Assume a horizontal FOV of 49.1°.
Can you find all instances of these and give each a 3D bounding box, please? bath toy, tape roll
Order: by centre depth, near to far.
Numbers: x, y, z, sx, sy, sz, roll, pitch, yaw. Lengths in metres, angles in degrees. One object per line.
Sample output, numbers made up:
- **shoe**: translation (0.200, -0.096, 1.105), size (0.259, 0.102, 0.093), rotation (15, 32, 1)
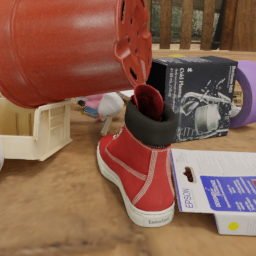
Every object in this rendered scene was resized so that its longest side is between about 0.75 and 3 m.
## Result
- **tape roll**: translation (3.283, -1.021, 8.497), size (0.832, 1.959, 1.959), rotation (-13, 23, -23)
- **bath toy**: translation (-1.280, -1.017, 9.815), size (1.030, 1.212, 2.787), rotation (-48, 48, -11)

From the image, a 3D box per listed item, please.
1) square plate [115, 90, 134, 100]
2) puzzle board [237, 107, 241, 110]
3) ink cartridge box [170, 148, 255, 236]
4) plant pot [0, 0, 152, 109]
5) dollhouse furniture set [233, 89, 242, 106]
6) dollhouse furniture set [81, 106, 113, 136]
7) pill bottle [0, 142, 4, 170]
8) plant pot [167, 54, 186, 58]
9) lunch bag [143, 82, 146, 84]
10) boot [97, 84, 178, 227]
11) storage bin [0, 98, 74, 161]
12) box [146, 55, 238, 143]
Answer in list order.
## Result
- **square plate**: translation (-0.326, -1.853, 12.302), size (2.633, 0.375, 2.608), rotation (30, 23, 22)
- **puzzle board**: translation (3.111, -0.626, 10.148), size (2.136, 0.186, 1.610), rotation (4, 20, 10)
- **ink cartridge box**: translation (1.888, 1.023, 4.962), size (2.196, 0.516, 2.170), rotation (0, 21, 5)
- **plant pot**: translation (-1.070, -1.844, 6.128), size (2.783, 2.861, 2.861), rotation (1, 18, 21)
- **dollhouse furniture set**: translation (4.411, -1.099, 11.303), size (0.743, 0.563, 0.848), rotation (4, 42, 12)
- **dollhouse furniture set**: translation (-0.933, -0.157, 7.937), size (0.841, 0.549, 0.794), rotation (20, -15, 4)
- **pill bottle**: translation (-3.058, 0.786, 4.220), size (1.391, 1.391, 2.325), rotation (1, 19, 2)
- **plant pot**: translation (3.247, -3.605, 16.977), size (1.506, 1.463, 1.472), rotation (16, 24, 25)
- **lunch bag**: translation (1.134, -2.629, 15.042), size (0.916, 0.751, 0.538), rotation (3, 14, 9)
- **boot**: translation (0.079, 0.109, 5.175), size (1.029, 2.050, 2.842), rotation (-6, 20, -18)
- **storage bin**: translation (-2.799, -0.071, 6.530), size (2.438, 1.142, 2.420), rotation (3, 9, 5)
- **box**: translation (1.661, -0.846, 7.784), size (2.095, 2.131, 1.321), rotation (-7, 22, -19)
